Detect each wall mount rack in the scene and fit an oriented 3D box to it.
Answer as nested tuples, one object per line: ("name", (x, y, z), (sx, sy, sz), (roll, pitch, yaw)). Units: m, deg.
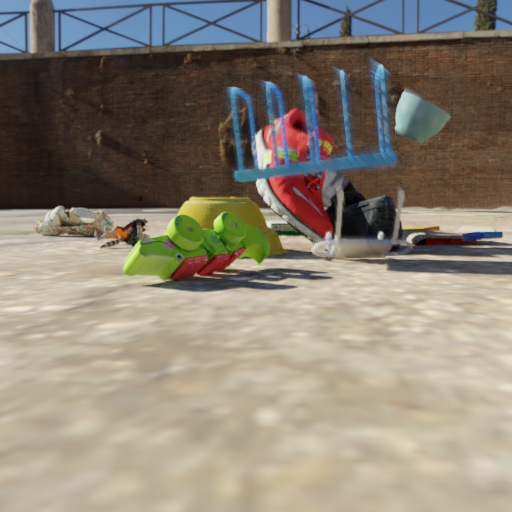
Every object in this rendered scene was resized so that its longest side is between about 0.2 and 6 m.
("wall mount rack", (1.590, -0.401, 8.317), (1.514, 0.565, 1.316), (-1, -27, -4))

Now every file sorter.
("file sorter", (0.856, -1.950, 8.533), (2.272, 1.394, 1.576), (-6, 7, 10))

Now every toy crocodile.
("toy crocodile", (-0.661, -0.047, 6.783), (0.735, 0.672, 2.178), (-44, -18, 30))

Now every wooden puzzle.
("wooden puzzle", (3.885, -0.401, 11.793), (1.838, 0.319, 2.725), (-4, 6, 2))

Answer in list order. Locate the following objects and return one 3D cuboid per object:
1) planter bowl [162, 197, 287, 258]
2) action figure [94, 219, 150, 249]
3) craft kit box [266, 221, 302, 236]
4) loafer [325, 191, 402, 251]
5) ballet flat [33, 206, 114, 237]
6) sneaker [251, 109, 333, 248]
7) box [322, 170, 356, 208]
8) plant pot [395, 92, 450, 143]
("planter bowl", (-0.622, -0.542, 9.760), (2.329, 0.970, 2.329), (0, 5, 0))
("action figure", (-2.557, -0.325, 10.804), (1.036, 0.560, 1.071), (4, -23, -33))
("craft kit box", (1.065, -0.745, 14.767), (1.566, 0.380, 1.546), (0, 8, -4))
("loafer", (1.845, -0.731, 10.936), (1.044, 1.079, 3.074), (-2, 6, -18))
("ballet flat", (-4.532, -0.904, 13.752), (2.157, 0.690, 0.816), (1, 48, 11))
("sneaker", (0.855, -1.708, 10.726), (1.516, 3.570, 1.375), (-38, -48, 22))
("box", (1.719, -1.524, 12.786), (1.126, 0.661, 1.108), (46, 3, 34))
("plant pot", (3.282, -2.754, 11.406), (1.076, 0.721, 1.076), (27, 15, -8))
